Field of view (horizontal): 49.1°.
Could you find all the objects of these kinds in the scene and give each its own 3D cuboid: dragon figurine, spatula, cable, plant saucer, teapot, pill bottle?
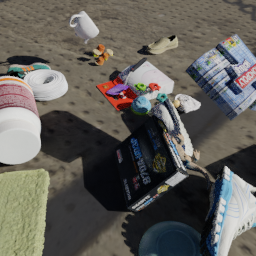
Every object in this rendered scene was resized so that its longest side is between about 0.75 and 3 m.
[{"bbox_3d":[1.362,0.912,7.696,0.640,1.081,2.174,-24,63,-41],"label":"dragon figurine"},{"bbox_3d":[0.064,-2.061,11.045,0.651,0.237,2.305,20,64,42],"label":"spatula"},{"bbox_3d":[-3.190,-1.692,10.826,1.647,0.570,1.647,-14,43,-15],"label":"cable"},{"bbox_3d":[1.013,2.636,6.039,1.567,0.302,1.567,0,40,0],"label":"plant saucer"},{"bbox_3d":[-1.754,-3.916,10.959,0.833,1.141,1.126,-38,23,3],"label":"teapot"},{"bbox_3d":[-3.500,-0.284,8.461,1.539,1.539,2.696,-15,43,-16],"label":"pill bottle"}]

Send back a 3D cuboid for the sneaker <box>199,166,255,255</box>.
[{"bbox_3d":[2.405,1.954,6.210,1.196,1.034,2.759,25,38,12],"label":"sneaker"}]

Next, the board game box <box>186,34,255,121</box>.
[{"bbox_3d":[2.521,-1.032,6.239,1.913,0.590,1.915,48,49,8],"label":"board game box"}]

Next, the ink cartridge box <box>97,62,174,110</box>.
[{"bbox_3d":[0.253,-1.725,10.893,2.400,0.685,1.951,-17,44,-24],"label":"ink cartridge box"}]

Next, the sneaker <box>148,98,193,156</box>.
[{"bbox_3d":[1.297,0.110,8.692,0.899,0.853,2.234,-27,48,13],"label":"sneaker"}]

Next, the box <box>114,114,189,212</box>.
[{"bbox_3d":[0.488,0.852,7.216,1.624,0.470,2.043,-41,38,21],"label":"box"}]

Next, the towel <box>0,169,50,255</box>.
[{"bbox_3d":[-2.933,2.139,6.433,2.177,0.535,2.935,-5,40,-7],"label":"towel"}]

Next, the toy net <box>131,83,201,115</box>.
[{"bbox_3d":[1.345,-0.980,10.012,2.395,0.462,1.256,7,52,0],"label":"toy net"}]

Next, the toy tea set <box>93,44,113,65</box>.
[{"bbox_3d":[-1.278,-3.302,12.906,0.821,0.511,1.380,35,41,-5],"label":"toy tea set"}]

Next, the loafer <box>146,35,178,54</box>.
[{"bbox_3d":[1.662,-4.086,13.558,1.835,0.626,0.694,-26,47,-27],"label":"loafer"}]

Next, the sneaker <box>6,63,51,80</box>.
[{"bbox_3d":[-4.064,-2.202,11.452,1.762,0.629,0.704,-3,48,2],"label":"sneaker"}]
